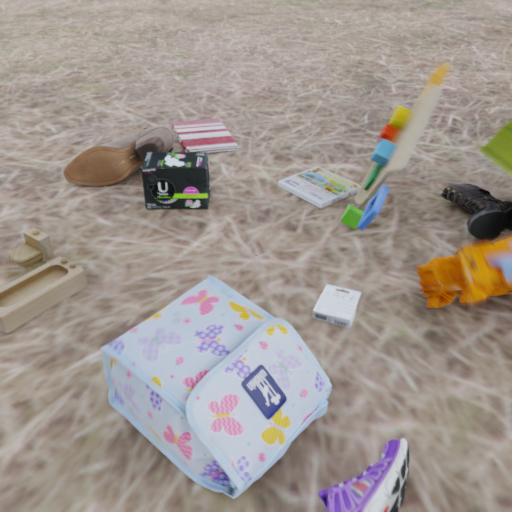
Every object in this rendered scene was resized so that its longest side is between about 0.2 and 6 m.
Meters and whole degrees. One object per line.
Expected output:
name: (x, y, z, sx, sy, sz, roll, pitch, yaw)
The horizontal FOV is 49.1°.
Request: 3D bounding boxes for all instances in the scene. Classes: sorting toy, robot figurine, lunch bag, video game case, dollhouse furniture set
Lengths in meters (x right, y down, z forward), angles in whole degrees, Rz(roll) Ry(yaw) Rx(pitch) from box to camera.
sorting toy: (2.559, -2.125, 10.747, 0.510, 2.108, 3.744, 29, 75, -2)
robot figurine: (4.277, 0.181, 8.570, 3.182, 0.926, 2.307, -5, -8, -6)
lunch bag: (-0.417, 1.522, 6.819, 2.251, 1.431, 1.909, 34, 47, 27)
video game case: (1.391, -1.538, 12.387, 1.247, 0.157, 1.370, -25, 41, -32)
dollhouse furniture set: (-4.243, -0.105, 8.923, 2.056, 1.675, 1.955, 23, 41, 30)

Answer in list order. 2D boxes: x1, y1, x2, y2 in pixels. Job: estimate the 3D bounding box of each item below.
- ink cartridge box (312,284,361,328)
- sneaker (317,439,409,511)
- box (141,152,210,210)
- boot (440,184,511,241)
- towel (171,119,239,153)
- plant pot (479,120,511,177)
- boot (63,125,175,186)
ink cartridge box: (1.300, 0.794, 8.950, 0.615, 0.216, 0.756, 13, 32, 18)
sneaker: (1.094, 2.543, 5.962, 0.732, 0.708, 1.755, 19, 39, 35)
box: (-1.639, -1.572, 11.691, 1.324, 0.984, 0.823, 0, 34, 0)
boot: (4.336, -0.967, 11.219, 1.800, 0.623, 1.567, -11, 34, -33)
towel: (-1.362, -3.123, 14.671, 1.381, 0.218, 1.918, -9, 37, -17)
plant pot: (6.218, -2.256, 9.998, 3.026, 2.913, 3.026, 28, 24, -14)
boot: (-3.097, -2.400, 13.125, 2.502, 0.879, 1.829, -15, 22, 1)
